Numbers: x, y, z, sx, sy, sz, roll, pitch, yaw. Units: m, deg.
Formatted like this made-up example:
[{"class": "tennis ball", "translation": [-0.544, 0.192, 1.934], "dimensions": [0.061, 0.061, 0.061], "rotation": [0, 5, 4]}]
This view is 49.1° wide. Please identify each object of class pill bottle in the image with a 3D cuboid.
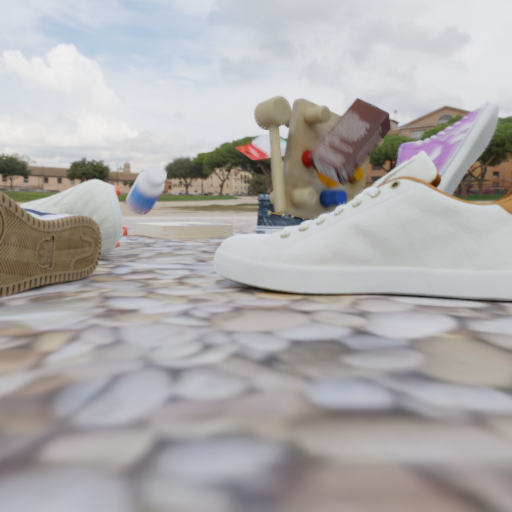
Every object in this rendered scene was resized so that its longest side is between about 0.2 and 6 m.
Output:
[{"class": "pill bottle", "translation": [-2.003, -1.220, 10.307], "dimensions": [0.521, 0.521, 0.929], "rotation": [-4, -29, -35]}]

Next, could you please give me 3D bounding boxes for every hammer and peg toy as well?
[{"class": "hammer and peg toy", "translation": [0.832, -1.413, 8.722], "dimensions": [2.512, 1.848, 0.886], "rotation": [11, -3, -39]}]

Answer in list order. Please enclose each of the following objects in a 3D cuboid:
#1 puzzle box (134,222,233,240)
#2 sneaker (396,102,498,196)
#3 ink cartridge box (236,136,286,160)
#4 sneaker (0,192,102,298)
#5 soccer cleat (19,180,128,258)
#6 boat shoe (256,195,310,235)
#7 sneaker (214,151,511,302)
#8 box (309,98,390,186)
[{"class": "puzzle box", "translation": [-2.112, -0.730, 15.659], "dimensions": [1.938, 0.370, 2.914], "rotation": [-2, 5, -26]}, {"class": "sneaker", "translation": [2.952, -1.811, 8.921], "dimensions": [1.128, 1.978, 0.717], "rotation": [32, -15, 33]}, {"class": "ink cartridge box", "translation": [0.168, -2.348, 12.057], "dimensions": [0.984, 0.246, 0.792], "rotation": [-10, 33, -29]}, {"class": "sneaker", "translation": [-2.800, -0.156, 5.456], "dimensions": [1.461, 0.944, 2.694], "rotation": [6, -1, 14]}, {"class": "soccer cleat", "translation": [-3.148, -0.462, 8.937], "dimensions": [1.310, 1.170, 3.378], "rotation": [-11, 4, -37]}, {"class": "boat shoe", "translation": [1.188, -1.199, 16.130], "dimensions": [2.694, 1.223, 0.953], "rotation": [-4, 6, -36]}, {"class": "sneaker", "translation": [1.089, -0.298, 5.361], "dimensions": [3.107, 1.315, 1.131], "rotation": [0, 6, 16]}, {"class": "box", "translation": [1.344, -1.632, 7.997], "dimensions": [0.579, 1.157, 0.433], "rotation": [36, -9, 28]}]
